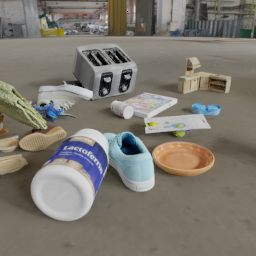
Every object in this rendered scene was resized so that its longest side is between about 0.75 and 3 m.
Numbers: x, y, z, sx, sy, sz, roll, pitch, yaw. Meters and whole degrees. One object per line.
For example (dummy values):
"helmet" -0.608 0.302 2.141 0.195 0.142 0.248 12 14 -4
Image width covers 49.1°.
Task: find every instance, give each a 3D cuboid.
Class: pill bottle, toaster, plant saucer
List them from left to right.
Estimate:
"pill bottle" -1.189 0.937 6.562 1.310 1.310 2.264 3 23 8
"toaster" -1.227 -2.965 14.239 2.543 1.669 2.812 -15 52 -32
"pill bottle" -0.265 -0.773 11.537 0.540 0.540 0.952 -17 32 -35
"plant saucer" 1.549 0.886 7.969 1.722 0.322 1.722 0 22 0

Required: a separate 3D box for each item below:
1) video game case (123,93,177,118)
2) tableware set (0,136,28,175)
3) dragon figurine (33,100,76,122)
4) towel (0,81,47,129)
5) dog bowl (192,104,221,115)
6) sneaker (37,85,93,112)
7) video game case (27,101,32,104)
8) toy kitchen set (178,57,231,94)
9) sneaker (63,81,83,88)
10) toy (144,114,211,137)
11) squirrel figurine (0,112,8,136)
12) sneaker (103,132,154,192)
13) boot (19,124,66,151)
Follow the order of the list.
"video game case" 0.818 -1.082 12.729 1.865 0.235 2.604 15 27 33
"tableware set" -4.041 0.842 8.139 1.910 0.265 2.287 -12 25 -26
"dragon figurine" -2.885 -0.534 10.844 0.483 1.640 0.815 -30 32 56
"towel" -3.970 -0.921 8.610 2.909 2.158 0.531 25 70 21
"dog bowl" 3.331 -0.786 11.953 1.191 0.295 0.664 5 24 11
"sneaker" -2.674 -1.164 11.728 2.996 1.061 1.094 4 -8 39
"video game case" -5.054 -1.013 12.711 1.127 0.129 1.025 -1 23 -4
"toy kitchen set" 4.001 -2.698 14.624 2.113 1.724 1.906 -20 30 -39
"sneaker" -2.711 -2.091 14.354 1.133 0.798 2.134 -9 23 -14
"toy" 1.672 -0.015 9.870 2.152 0.508 1.239 -1 26 1
"squirrel figurine" -4.919 -0.198 9.633 1.206 0.853 1.125 -37 63 -25
"sneaker" -0.074 0.517 7.749 1.051 1.165 2.844 -11 25 -26
"boot" -2.973 0.272 9.308 1.595 0.577 1.327 -16 19 -36
